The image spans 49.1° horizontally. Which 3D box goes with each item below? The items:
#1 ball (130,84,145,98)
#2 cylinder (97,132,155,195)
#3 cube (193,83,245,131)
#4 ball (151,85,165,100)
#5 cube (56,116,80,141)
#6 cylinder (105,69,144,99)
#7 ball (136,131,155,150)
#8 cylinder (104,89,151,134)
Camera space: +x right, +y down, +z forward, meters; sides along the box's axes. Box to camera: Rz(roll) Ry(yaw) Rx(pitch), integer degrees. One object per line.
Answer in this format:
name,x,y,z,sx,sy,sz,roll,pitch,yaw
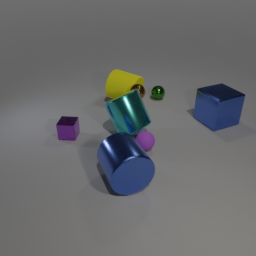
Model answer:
ball,0.414,-1.582,12.264,0.700,0.700,0.700,0,31,0
cylinder,-0.089,1.058,8.529,1.400,1.400,1.400,-11,32,-18
cube,3.810,-0.914,11.847,1.400,1.400,1.400,-14,33,-22
ball,1.504,-1.778,14.035,0.700,0.700,0.700,0,31,0
cube,-2.338,0.008,10.989,0.700,0.700,0.700,3,31,5
cylinder,-0.148,-1.959,13.451,1.400,1.400,1.400,21,36,21
ball,0.631,0.465,10.196,0.700,0.700,0.700,0,31,0
cylinder,-0.001,-0.582,10.743,1.400,1.400,1.400,-24,10,4
